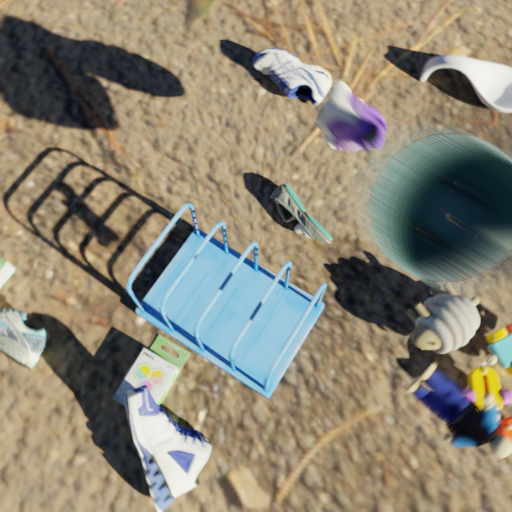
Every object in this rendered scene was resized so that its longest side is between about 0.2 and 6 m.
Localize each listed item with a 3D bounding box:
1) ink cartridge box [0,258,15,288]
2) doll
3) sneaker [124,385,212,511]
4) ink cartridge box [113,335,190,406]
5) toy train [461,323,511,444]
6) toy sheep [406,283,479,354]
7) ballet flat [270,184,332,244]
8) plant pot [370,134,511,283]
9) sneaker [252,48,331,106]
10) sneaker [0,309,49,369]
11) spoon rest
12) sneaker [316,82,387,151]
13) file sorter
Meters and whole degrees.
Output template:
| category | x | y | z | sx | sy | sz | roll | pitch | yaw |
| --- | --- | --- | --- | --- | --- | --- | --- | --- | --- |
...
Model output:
| category | x | y | z | sx | sy | sz | roll | pitch | yaw |
| --- | --- | --- | --- | --- | --- | --- | --- | --- | --- |
| ink cartridge box | -5.369 | 0.232 | 10.665 | 1.163 | 0.509 | 0.845 | 30 | 72 | 9 |
| doll | 2.524 | 1.923 | 6.797 | 1.335 | 0.911 | 0.323 | 43 | 33 | 14 |
| sneaker | -1.404 | 3.050 | 9.349 | 1.197 | 0.837 | 2.073 | -18 | 96 | -18 |
| ink cartridge box | -1.846 | 2.134 | 10.003 | 0.721 | 0.412 | 1.389 | 28 | 72 | 10 |
| toy train | 4.551 | 2.342 | 9.847 | 1.728 | 0.640 | 2.301 | 24 | 74 | 7 |
| toy sheep | 3.422 | 1.144 | 10.061 | 1.607 | 1.108 | 1.108 | -32 | 73 | -16 |
| ballet flat | 0.861 | -0.731 | 11.101 | 0.507 | 0.536 | 1.592 | -42 | 72 | 14 |
| plant pot | 2.437 | -0.562 | 7.180 | 1.766 | 1.183 | 1.766 | 0 | 89 | 21 |
| sneaker | 0.696 | -3.863 | 12.107 | 1.812 | 0.682 | 0.799 | 21 | 71 | 8 |
| sneaker | -4.648 | 1.289 | 10.258 | 1.866 | 0.724 | 0.806 | 32 | 62 | 3 |
| spoon rest | 4.770 | -3.779 | 12.074 | 2.297 | 0.696 | 1.141 | 19 | 71 | 8 |
| sneaker | 1.591 | -1.912 | 8.676 | 0.935 | 2.242 | 0.904 | 38 | 106 | 14 |
| file sorter | -0.488 | 0.718 | 9.801 | 2.934 | 1.800 | 2.036 | 30 | 72 | 11 |
